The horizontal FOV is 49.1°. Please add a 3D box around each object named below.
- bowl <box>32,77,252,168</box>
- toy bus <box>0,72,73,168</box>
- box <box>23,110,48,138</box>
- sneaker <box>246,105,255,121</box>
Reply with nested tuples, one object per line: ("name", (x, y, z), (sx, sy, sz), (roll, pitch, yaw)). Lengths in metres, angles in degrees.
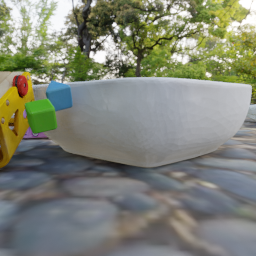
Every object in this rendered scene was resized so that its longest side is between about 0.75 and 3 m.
("bowl", (0.181, -0.152, 4.210), (2.745, 1.026, 2.749), (5, 6, 42))
("toy bus", (-1.528, 0.037, 2.853), (1.690, 0.873, 1.595), (-27, 42, -35))
("box", (-1.654, -0.335, 6.299), (1.471, 0.711, 1.294), (-2, 20, -19))
("sneaker", (5.452, -0.857, 10.147), (1.061, 1.353, 2.722), (-3, 6, -28))
